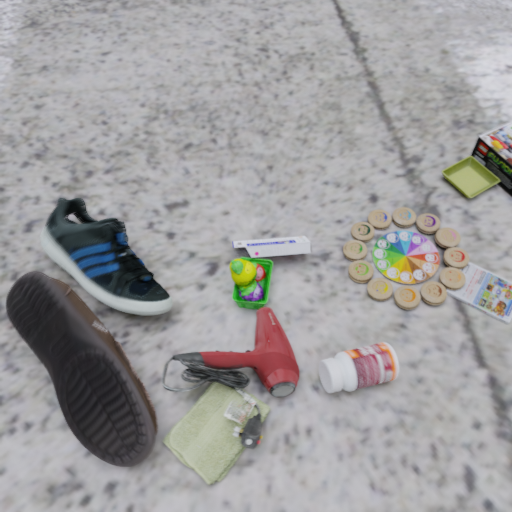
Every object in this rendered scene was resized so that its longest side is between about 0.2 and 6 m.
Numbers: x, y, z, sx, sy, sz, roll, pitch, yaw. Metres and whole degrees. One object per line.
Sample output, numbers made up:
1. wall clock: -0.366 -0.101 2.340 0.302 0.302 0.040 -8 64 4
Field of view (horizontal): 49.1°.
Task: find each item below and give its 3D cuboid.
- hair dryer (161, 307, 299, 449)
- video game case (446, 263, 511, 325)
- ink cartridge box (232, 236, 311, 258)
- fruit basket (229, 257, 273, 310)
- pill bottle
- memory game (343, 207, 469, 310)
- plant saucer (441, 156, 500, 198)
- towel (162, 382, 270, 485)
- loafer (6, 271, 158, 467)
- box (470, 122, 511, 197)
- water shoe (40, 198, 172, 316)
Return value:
1. hair dryer: -0.167 1.619 8.855 1.842 0.657 2.418 38 40 3
2. video game case: 4.162 0.642 10.193 1.182 0.106 0.846 28 59 19
3. ink cartridge box: 0.273 -0.167 10.445 1.434 0.266 0.679 -2 12 -3
4. fruit basket: -0.106 0.389 9.869 0.724 1.003 1.003 6 55 4
5. pill bottle: 1.635 1.804 8.969 1.155 0.633 0.633 -10 55 -15
6. memory game: 2.819 -0.020 10.567 2.369 0.151 2.369 -1 53 2
7. plant saucer: 4.454 -1.602 11.712 0.878 0.210 0.877 -28 60 -18
8. towel: -0.585 2.640 8.674 1.115 0.274 1.502 33 61 20
9. loafer: -2.513 1.633 8.786 1.241 1.206 3.398 -38 76 11
10. box: 6.485 -1.361 11.256 2.144 0.676 3.896 -25 58 -17
11. water shoe: -2.634 -0.045 9.829 2.992 1.181 1.070 30 19 20
